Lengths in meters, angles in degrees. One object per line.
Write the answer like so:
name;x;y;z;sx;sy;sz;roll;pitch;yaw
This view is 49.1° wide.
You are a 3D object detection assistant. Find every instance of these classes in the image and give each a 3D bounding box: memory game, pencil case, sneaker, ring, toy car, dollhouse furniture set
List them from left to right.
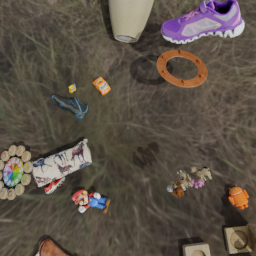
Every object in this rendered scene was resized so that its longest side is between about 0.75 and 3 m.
memory game;-4.148;1.560;10.031;1.993;0.127;1.993;-9;71;28
sneaker;-2.704;2.047;10.287;0.855;0.329;0.363;-40;74;-10
pencil case;-2.382;1.234;10.200;2.264;0.881;1.013;-23;79;-6
sneaker;-2.275;-0.959;11.010;1.481;0.542;0.607;31;71;-2
toy car;-1.534;-1.568;11.125;1.594;0.531;0.782;-21;76;-6
ring;1.806;-2.020;9.264;1.719;0.165;1.719;4;56;-5
sneaker;2.262;-3.397;8.664;2.550;1.127;1.026;-4;58;15
dollhouse furniture set;3.239;4.444;8.744;2.526;2.058;2.402;-5;75;-1

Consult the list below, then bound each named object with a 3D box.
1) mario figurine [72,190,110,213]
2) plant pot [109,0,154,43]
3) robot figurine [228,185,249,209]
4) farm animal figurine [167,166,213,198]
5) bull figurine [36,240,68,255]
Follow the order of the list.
mario figurine;-1.355;2.662;9.931;1.322;0.701;0.816;15;76;2
plant pot;0.038;-4.660;11.402;1.961;1.961;2.094;8;92;2
robot figurine;3.981;2.485;10.087;0.597;0.484;0.830;-31;76;28
farm animal figurine;1.694;1.444;7.992;1.197;1.184;0.624;-25;81;-7
bull figurine;-2.325;4.637;9.395;1.888;0.615;1.146;35;60;13
